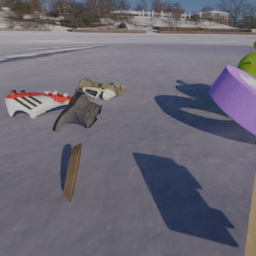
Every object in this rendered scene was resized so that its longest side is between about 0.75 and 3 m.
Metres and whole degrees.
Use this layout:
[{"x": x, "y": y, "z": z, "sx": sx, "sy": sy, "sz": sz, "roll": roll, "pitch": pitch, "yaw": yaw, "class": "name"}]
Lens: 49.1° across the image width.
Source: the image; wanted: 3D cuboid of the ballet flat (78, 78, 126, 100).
[{"x": -0.989, "y": -1.343, "z": 10.107, "sx": 1.839, "sy": 0.624, "sz": 0.692, "roll": 12, "pitch": 64, "yaw": 18, "class": "ballet flat"}]

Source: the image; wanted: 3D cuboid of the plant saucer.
[{"x": -0.823, "y": 0.652, "z": 4.187, "sx": 0.130, "sy": 0.882, "sz": 0.882, "roll": 10, "pitch": 19, "yaw": -5, "class": "plant saucer"}]

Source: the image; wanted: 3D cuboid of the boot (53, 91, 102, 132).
[{"x": -1.236, "y": -0.220, "z": 6.863, "sx": 0.799, "sy": 1.214, "sz": 0.424, "roll": 36, "pitch": 14, "yaw": -5, "class": "boot"}]

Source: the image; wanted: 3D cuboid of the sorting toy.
[{"x": 1.503, "y": 0.861, "z": 2.248, "sx": 0.966, "sy": 0.971, "sz": 0.338, "roll": 7, "pitch": -8, "yaw": 30, "class": "sorting toy"}]

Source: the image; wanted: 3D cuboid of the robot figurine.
[{"x": 4.181, "y": -1.551, "z": 8.303, "sx": 2.473, "sy": 2.170, "sz": 1.431, "roll": -9, "pitch": 16, "yaw": -37, "class": "robot figurine"}]

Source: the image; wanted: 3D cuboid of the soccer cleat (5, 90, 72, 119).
[{"x": -2.505, "y": -0.667, "z": 8.032, "sx": 1.885, "sy": 0.803, "sz": 0.647, "roll": 0, "pitch": 13, "yaw": -12, "class": "soccer cleat"}]

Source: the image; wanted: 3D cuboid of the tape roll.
[{"x": 2.945, "y": -0.548, "z": 6.408, "sx": 2.140, "sy": 0.702, "sz": 2.140, "roll": 23, "pitch": 30, "yaw": -15, "class": "tape roll"}]
